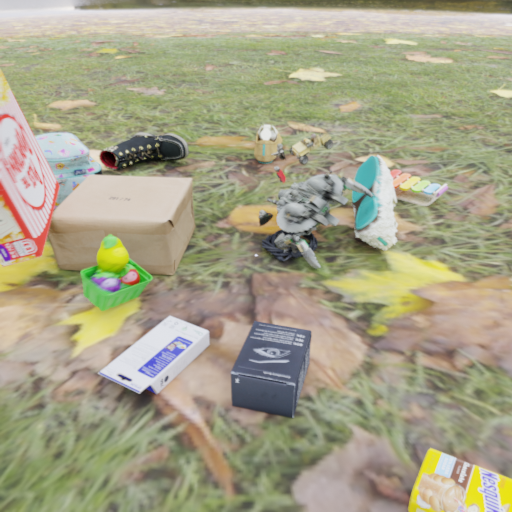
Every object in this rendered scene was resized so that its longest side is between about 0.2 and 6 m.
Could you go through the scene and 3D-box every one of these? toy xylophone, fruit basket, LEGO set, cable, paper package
[{"bbox_3d":[3.733,-1.710,13.574,1.761,0.442,1.289,16,34,25],"label":"toy xylophone"},{"bbox_3d":[-2.326,0.242,9.324,0.824,1.142,1.142,35,43,21],"label":"fruit basket"},{"bbox_3d":[0.950,-1.407,11.394,2.286,0.998,3.520,-25,48,2],"label":"LEGO set"},{"bbox_3d":[0.683,-0.253,11.296,1.158,0.294,0.945,-29,38,-36],"label":"cable"},{"bbox_3d":[-2.539,-0.689,11.103,2.316,1.198,2.207,2,31,6],"label":"paper package"}]

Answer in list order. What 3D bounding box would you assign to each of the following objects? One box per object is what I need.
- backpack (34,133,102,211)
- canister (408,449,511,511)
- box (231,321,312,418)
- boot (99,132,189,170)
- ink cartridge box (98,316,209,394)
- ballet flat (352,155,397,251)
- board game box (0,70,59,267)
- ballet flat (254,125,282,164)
[{"bbox_3d":[-4.712,-1.856,12.779,2.066,1.584,1.816,-24,43,-25],"label":"backpack"},{"bbox_3d":[2.345,2.676,6.099,1.163,0.503,0.864,15,34,26],"label":"canister"},{"bbox_3d":[0.230,1.557,7.842,0.897,0.632,1.212,9,32,14],"label":"box"},{"bbox_3d":[-3.015,-2.737,15.050,2.098,0.757,1.585,15,36,33],"label":"boot"},{"bbox_3d":[-1.466,1.509,8.256,0.800,0.316,1.609,18,34,27],"label":"ink cartridge box"},{"bbox_3d":[2.591,-1.086,12.046,1.024,1.024,2.853,5,40,9],"label":"ballet flat"},{"bbox_3d":[-4.271,-1.769,8.973,0.726,3.135,2.375,-15,37,0],"label":"board game box"},{"bbox_3d":[0.357,-3.383,16.121,0.797,0.732,2.321,-1,30,2],"label":"ballet flat"}]
